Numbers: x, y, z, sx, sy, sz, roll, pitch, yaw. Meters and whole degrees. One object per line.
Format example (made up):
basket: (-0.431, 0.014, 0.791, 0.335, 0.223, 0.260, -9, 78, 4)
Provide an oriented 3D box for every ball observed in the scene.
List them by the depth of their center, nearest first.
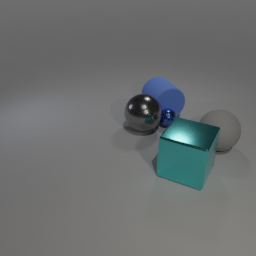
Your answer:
ball: (3.047, 0.077, 9.385, 1.400, 1.400, 1.400, 0, 30, 0)
ball: (0.559, -0.563, 10.356, 1.400, 1.400, 1.400, 0, 30, 0)
ball: (1.531, -0.414, 10.868, 0.700, 0.700, 0.700, 0, 30, 0)

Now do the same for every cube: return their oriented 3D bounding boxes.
cube: (1.786, 0.705, 8.316, 1.400, 1.400, 1.400, 15, 34, 24)

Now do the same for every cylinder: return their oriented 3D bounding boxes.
cylinder: (1.434, -1.250, 11.639, 1.400, 1.400, 1.400, -9, 32, -15)
